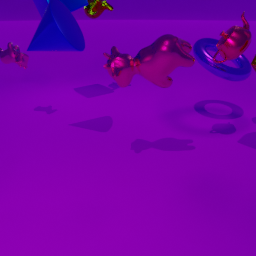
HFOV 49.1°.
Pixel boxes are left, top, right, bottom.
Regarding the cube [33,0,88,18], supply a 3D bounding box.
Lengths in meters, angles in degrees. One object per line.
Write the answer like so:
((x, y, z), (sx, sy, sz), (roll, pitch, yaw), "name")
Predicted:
((-2.399, -4.503, 9.475), (1.331, 1.331, 1.331), (-34, 27, -21), "cube")

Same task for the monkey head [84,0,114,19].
((-1.147, -4.515, 10.652), (1.042, 0.872, 1.448), (29, 19, -13), "monkey head")

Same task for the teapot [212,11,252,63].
((2.399, -2.021, 6.413), (0.632, 1.291, 0.803), (35, 6, -10), "teapot")

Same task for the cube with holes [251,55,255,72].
((3.157, -1.413, 5.831), (0.717, 0.717, 0.717), (28, 1, 44), "cube with holes")

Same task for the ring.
((2.945, -2.166, 8.758), (1.975, 0.395, 1.975), (13, 44, -13), "ring")

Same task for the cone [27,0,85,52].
((-1.927, -2.140, 6.693), (1.296, 1.291, 1.291), (-23, 17, 19), "cone")

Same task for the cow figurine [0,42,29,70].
((-3.507, -2.136, 8.587), (0.935, 0.920, 0.513), (-20, -11, 17), "cow figurine")

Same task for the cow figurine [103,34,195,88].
((0.361, -1.345, 5.557), (1.483, 1.507, 0.827), (16, 54, -30), "cow figurine")
